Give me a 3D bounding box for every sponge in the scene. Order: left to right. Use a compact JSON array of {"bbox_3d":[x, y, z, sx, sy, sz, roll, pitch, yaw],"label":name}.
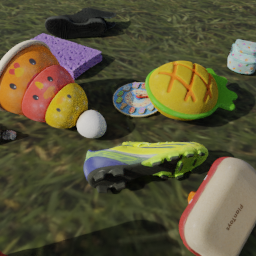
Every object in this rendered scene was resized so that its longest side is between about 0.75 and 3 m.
[{"bbox_3d":[-2.560,-2.662,10.182,2.877,0.429,1.605,23,47,22],"label":"sponge"}]

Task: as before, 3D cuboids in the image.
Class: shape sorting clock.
[{"bbox_3d":[0.313,-0.892,8.378,1.535,0.301,1.535,0,43,0],"label":"shape sorting clock"}]

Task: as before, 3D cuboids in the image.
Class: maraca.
[{"bbox_3d":[1.768,-1.037,7.703,2.735,1.463,1.875,-6,60,-22],"label":"maraca"}]

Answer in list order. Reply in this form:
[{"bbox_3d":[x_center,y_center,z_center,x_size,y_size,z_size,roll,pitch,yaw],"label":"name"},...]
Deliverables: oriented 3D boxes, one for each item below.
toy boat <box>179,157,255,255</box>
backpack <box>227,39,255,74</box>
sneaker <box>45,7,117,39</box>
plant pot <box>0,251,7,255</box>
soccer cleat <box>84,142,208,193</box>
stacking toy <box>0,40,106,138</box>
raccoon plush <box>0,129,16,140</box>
[{"bbox_3d":[1.613,1.436,5.280,1.917,1.251,1.253,-53,18,-14],"label":"toy boat"},{"bbox_3d":[3.982,-2.431,9.607,1.051,0.916,1.195,18,54,11],"label":"backpack"},{"bbox_3d":[-1.924,-4.498,11.863,2.961,0.889,1.545,-1,43,-8],"label":"sneaker"},{"bbox_3d":[-2.396,2.321,3.756,1.981,1.926,1.981,0,43,0],"label":"plant pot"},{"bbox_3d":[0.403,0.617,6.324,2.836,0.917,1.186,-10,42,-10],"label":"soccer cleat"},{"bbox_3d":[-1.782,-0.738,7.366,2.952,2.157,2.157,32,50,9],"label":"stacking toy"},{"bbox_3d":[-3.687,0.115,7.305,1.332,0.644,0.892,10,20,-32],"label":"raccoon plush"}]
